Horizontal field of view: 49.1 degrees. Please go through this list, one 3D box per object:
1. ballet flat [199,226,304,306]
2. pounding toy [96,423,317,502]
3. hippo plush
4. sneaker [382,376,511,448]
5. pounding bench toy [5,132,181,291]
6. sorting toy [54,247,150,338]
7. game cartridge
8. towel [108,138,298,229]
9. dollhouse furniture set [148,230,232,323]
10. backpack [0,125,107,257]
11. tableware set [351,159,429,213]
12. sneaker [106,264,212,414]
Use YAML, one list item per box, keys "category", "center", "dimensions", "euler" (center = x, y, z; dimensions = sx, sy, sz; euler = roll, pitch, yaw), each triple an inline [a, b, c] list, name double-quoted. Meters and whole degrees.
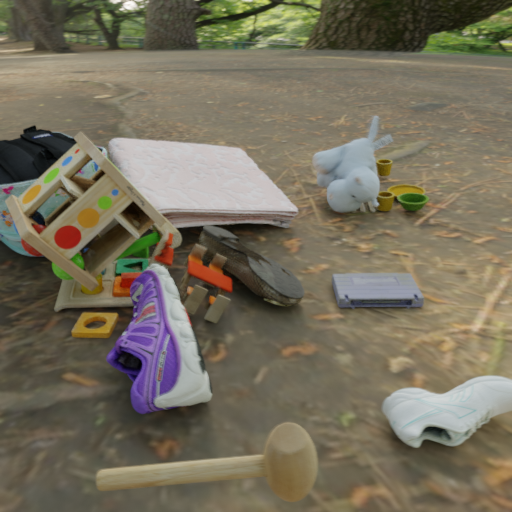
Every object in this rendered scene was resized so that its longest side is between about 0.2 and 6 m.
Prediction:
- category: "ballet flat"
  center: [-0.196, 0.262, 10.616]
  dimensions: [0.979, 0.674, 2.906]
  euler: [4, 22, -45]
- category: "pounding toy"
  center: [-0.626, 2.798, 4.333]
  dimensions: [3.149, 1.800, 1.806]
  euler: [-37, 41, -23]
- category: "hippo plush"
  center: [2.568, -1.860, 13.950]
  dimensions: [2.204, 1.756, 1.772]
  euler: [-27, 49, 25]
- category: "sneaker"
  center: [2.557, 2.016, 7.032]
  dimensions: [1.808, 0.636, 0.725]
  euler: [-10, 33, -4]
- category: "pounding bench toy"
  center: [-2.745, -0.425, 9.858]
  dimensions: [1.984, 2.544, 1.580]
  euler: [-44, 41, -3]
- category: "sorting toy"
  center: [-2.668, 0.374, 10.429]
  dimensions: [1.941, 0.470, 3.448]
  euler: [-4, 27, -9]
- category: "game cartridge"
  center: [2.176, 0.624, 10.189]
  dimensions: [1.496, 0.287, 0.970]
  euler: [0, 22, 0]
- category: "towel"
  center: [-1.419, -1.775, 13.557]
  dimensions: [3.750, 0.633, 3.927]
  euler: [-1, 32, -25]
- category: "dollhouse furniture set"
  center: [-1.075, 0.240, 9.718]
  dimensions: [1.479, 0.770, 1.495]
  euler: [25, 24, -17]
- category: "backpack"
  center: [-4.453, -1.380, 11.824]
  dimensions: [2.761, 2.342, 3.110]
  euler: [-28, 29, -33]
- category: "tableware set"
  center: [3.411, -1.947, 15.000]
  dimensions: [2.124, 0.484, 3.153]
  euler: [-1, 27, 5]
- category: "sneaker"
  center: [-1.597, 1.112, 8.224]
  dimensions: [1.259, 1.217, 3.018]
  euler: [-16, 28, -11]
